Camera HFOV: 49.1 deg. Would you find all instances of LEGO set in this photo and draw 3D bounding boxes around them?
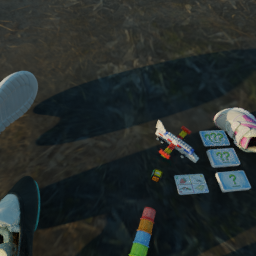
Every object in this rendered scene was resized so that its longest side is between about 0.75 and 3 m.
[{"bbox_3d":[1.494,0.611,6.157,2.189,0.537,1.635,-1,53,-13],"label":"LEGO set"}]

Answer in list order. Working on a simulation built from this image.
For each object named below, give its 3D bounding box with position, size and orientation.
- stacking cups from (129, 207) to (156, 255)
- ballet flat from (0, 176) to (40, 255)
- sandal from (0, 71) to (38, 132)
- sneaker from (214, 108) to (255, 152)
[{"bbox_3d":[0.270,2.106,5.311,0.354,0.354,1.171,14,57,11],"label":"stacking cups"},{"bbox_3d":[-2.056,1.952,4.854,0.891,0.896,2.620,-28,53,23],"label":"ballet flat"},{"bbox_3d":[-3.312,-0.495,6.868,0.723,1.197,2.941,18,48,14],"label":"sandal"},{"bbox_3d":[2.786,0.094,6.644,0.771,0.711,1.748,-32,44,-34],"label":"sneaker"}]
